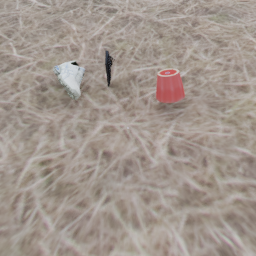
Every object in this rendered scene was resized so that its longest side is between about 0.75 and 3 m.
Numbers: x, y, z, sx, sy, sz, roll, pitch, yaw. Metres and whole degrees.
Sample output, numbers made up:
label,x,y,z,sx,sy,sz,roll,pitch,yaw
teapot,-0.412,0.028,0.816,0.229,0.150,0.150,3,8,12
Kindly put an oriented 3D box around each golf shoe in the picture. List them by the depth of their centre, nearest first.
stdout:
label,x,y,z,sx,sy,sz,roll,pitch,yaw
golf shoe,-1.813,-1.697,9.233,0.961,0.774,1.976,-31,47,-5

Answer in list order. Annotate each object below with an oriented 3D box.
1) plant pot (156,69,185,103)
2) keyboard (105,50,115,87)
label,x,y,z,sx,sy,sz,roll,pitch,yaw
plant pot,1.255,-1.316,8.525,0.922,0.816,0.922,-8,30,5
keyboard,-0.564,-1.995,9.152,0.298,1.503,0.782,0,72,-2
